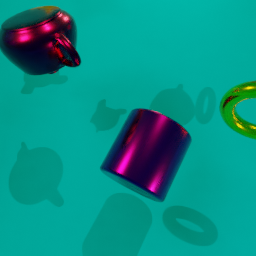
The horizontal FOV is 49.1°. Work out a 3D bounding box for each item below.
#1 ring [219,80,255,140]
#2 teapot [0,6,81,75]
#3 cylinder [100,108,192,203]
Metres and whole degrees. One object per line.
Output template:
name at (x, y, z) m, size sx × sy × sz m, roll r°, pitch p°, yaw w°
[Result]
ring at (2.068, -0.229, 4.321) m, size 1.287 × 1.287 × 0.257 m, roll 22°, pitch 61°, yaw 10°
teapot at (-1.495, -1.422, 4.780) m, size 2.091 × 1.024 × 1.300 m, roll 26°, pitch 55°, yaw 37°
cylinder at (0.303, 0.456, 4.696) m, size 1.169 × 1.169 × 1.169 m, roll 25°, pitch 74°, yaw 11°
